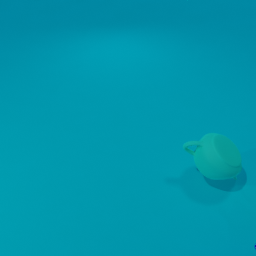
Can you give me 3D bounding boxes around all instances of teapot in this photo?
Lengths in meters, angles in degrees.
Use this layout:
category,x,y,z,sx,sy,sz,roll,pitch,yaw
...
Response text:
category,x,y,z,sx,sy,sz,roll,pitch,yaw
teapot,1.708,0.615,5.404,1.492,0.730,0.927,27,44,-16

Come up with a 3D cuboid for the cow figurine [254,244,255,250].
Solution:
category,x,y,z,sx,sy,sz,roll,pitch,yaw
cow figurine,2.049,2.029,3.603,0.700,1.254,1.275,-7,40,14
